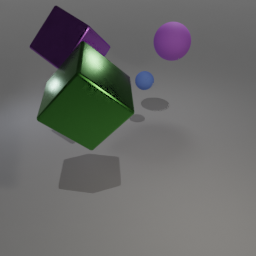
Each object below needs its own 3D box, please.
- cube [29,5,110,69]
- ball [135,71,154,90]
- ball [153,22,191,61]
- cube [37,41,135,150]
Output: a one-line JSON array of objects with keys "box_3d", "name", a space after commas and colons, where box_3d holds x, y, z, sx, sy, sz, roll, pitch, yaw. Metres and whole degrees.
[{"box_3d": [-1.648, -2.362, 8.162, 1.400, 1.400, 1.400, 37, 6, 21], "name": "cube"}, {"box_3d": [0.614, -1.753, 10.378, 0.700, 0.700, 0.700, 0, 30, 0], "name": "ball"}, {"box_3d": [1.662, -3.251, 10.542, 1.400, 1.400, 1.400, 0, 30, 0], "name": "ball"}, {"box_3d": [-0.868, -0.665, 5.975, 1.400, 1.400, 1.400, 33, 31, -29], "name": "cube"}]
